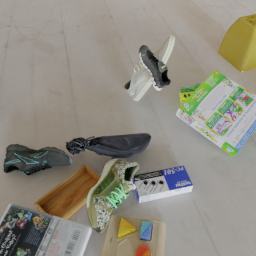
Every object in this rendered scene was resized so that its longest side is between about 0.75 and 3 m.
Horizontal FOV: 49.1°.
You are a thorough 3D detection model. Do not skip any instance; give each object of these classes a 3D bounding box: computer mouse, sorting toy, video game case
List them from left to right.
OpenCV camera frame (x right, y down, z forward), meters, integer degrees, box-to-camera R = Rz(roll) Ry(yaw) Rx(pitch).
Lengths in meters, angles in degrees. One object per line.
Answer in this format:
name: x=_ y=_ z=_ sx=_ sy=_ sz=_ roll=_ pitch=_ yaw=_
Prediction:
video game case: x=-2.289 y=3.142 z=6.318 sx=2.244 sy=0.288 sz=2.469 roll=12 pitch=55 yaw=11
computer mouse: x=-0.512 y=0.612 z=8.481 sx=2.621 sy=1.815 sz=0.691 roll=-4 pitch=83 yaw=-19
sorting toy: x=0.107 y=3.024 z=6.641 sx=1.478 sy=0.294 sz=1.999 roll=7 pitch=45 yaw=7

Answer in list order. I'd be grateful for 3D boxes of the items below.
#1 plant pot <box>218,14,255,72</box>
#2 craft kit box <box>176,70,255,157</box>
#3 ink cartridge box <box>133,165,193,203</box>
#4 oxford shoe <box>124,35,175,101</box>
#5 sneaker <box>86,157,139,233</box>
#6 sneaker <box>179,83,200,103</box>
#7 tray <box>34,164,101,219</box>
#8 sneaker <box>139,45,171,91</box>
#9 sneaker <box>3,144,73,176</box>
plant pot: x=5.415 y=-3.900 z=12.399 sx=1.836 sy=1.878 sz=1.824 roll=-16 pitch=48 yaw=-15
craft kit box: x=3.251 y=-0.595 z=9.524 sx=2.336 sy=0.574 sz=2.365 roll=40 pitch=65 yaw=14
ink cartridge box: x=0.980 y=1.591 z=8.025 sx=1.572 sy=0.348 sz=0.739 roll=-10 pitch=47 yaw=-10
oxford shoe: x=0.688 y=-2.102 z=9.892 sx=0.821 sy=2.842 sz=1.069 roll=31 pitch=42 yaw=-9
sneaker: x=-0.321 y=1.635 z=7.365 sx=1.013 sy=0.879 sz=2.285 roll=-14 pitch=37 yaw=33
sneaker: x=2.918 y=-1.423 z=10.761 sx=1.917 sy=0.710 sz=0.801 roll=-3 pitch=49 yaw=-2
tray: x=-1.565 y=1.855 z=7.789 sx=0.882 sy=0.331 sz=1.789 roll=34 pitch=55 yaw=29
sneaker: x=0.895 y=-1.910 z=8.687 sx=0.508 sy=1.529 sz=0.692 roll=-39 pitch=20 yaw=-34
sneaker: x=-2.711 y=1.046 z=8.401 sx=2.159 sy=0.814 sz=0.856 roll=3 pitch=58 yaw=12
